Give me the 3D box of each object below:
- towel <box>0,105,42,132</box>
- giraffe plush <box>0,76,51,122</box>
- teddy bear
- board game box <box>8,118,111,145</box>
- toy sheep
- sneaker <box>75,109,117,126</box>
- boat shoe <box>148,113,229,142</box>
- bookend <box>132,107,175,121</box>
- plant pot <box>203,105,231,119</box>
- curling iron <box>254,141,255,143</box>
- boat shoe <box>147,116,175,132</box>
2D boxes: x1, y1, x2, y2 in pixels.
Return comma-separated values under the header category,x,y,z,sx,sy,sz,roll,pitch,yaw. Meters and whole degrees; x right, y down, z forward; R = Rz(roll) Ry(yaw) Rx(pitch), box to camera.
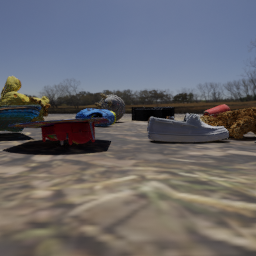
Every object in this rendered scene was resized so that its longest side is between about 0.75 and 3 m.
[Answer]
category,x,y,z,sx,sy,sz,roll,pitch,yaw
towel,-3.998,-0.136,7.211,2.968,0.322,2.177,-5,-11,-36
giraffe plush,-5.277,-1.151,14.258,2.355,2.506,2.904,22,-17,-27
teddy bear,2.729,-0.057,7.355,2.370,0.791,1.718,-9,-1,-16
board game box,-1.299,0.124,5.924,1.883,0.464,2.383,-5,-2,-1
toy sheep,-0.974,-1.174,16.337,1.715,1.715,2.488,0,-6,7
sneaker,-1.637,-0.481,12.321,2.350,0.775,0.921,3,3,38
boat shoe,1.369,-0.021,6.380,1.829,0.627,0.659,0,4,6
bookend,1.618,-0.934,18.308,2.023,0.932,2.010,-3,5,-37
plant pot,3.485,-0.413,11.052,0.843,0.953,0.953,-9,6,-13
curling iron,3.294,0.245,5.757,1.426,0.182,0.354,0,3,-1
boat shoe,1.290,-0.110,8.781,1.380,0.500,0.499,0,4,4
